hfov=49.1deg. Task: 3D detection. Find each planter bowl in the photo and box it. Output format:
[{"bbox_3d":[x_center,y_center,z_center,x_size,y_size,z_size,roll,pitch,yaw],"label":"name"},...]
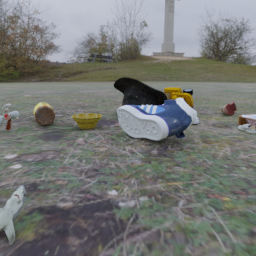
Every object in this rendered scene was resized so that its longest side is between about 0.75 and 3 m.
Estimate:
[{"bbox_3d":[-1.689,-0.258,11.562,1.250,0.521,1.250,0,13,0],"label":"planter bowl"}]

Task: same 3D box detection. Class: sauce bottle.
[{"bbox_3d":[-3.942,-0.759,12.993,0.913,0.913,2.764,-5,14,-21],"label":"sauce bottle"}]

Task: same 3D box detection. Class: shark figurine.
[{"bbox_3d":[-2.068,1.432,4.251,1.290,0.771,0.538,-17,-13,0],"label":"shark figurine"}]

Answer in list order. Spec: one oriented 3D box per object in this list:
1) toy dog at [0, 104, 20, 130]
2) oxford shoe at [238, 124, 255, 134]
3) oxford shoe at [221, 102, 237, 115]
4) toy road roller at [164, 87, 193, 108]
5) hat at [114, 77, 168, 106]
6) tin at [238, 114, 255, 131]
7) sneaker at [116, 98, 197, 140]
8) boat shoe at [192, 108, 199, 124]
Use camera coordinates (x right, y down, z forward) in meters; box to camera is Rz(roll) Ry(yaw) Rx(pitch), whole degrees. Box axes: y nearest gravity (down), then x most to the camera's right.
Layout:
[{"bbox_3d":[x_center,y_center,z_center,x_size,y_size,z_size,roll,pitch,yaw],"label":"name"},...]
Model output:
[{"bbox_3d":[-4.831,-0.188,10.730,1.447,0.697,0.954,-34,-19,-15],"label":"toy dog"},{"bbox_3d":[4.684,-0.017,10.982,0.393,0.302,1.046,-4,10,-4],"label":"oxford shoe"},{"bbox_3d":[5.316,-0.947,15.027,0.654,0.616,1.748,-21,-3,36],"label":"oxford shoe"},{"bbox_3d":[2.752,-1.550,16.054,2.001,1.230,1.461,8,26,32],"label":"toy road roller"},{"bbox_3d":[0.503,-1.253,13.830,2.914,1.176,2.914,20,-14,5],"label":"hat"},{"bbox_3d":[5.605,-0.188,11.437,1.375,0.514,2.455,0,11,-19],"label":"tin"},{"bbox_3d":[1.092,-0.439,9.995,2.026,1.115,2.767,-23,24,-29],"label":"sneaker"},{"bbox_3d":[2.827,-0.646,12.977,0.684,0.625,1.902,-2,15,2],"label":"boat shoe"}]
